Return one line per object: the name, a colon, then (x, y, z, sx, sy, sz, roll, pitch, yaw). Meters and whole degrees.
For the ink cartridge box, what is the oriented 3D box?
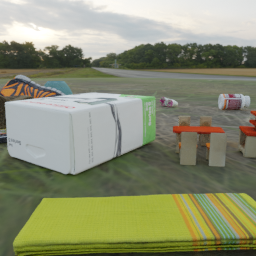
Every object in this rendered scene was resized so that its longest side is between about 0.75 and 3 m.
ink cartridge box: (-0.905, -0.087, 6.121, 1.971, 1.138, 2.709, 9, 15, 34)

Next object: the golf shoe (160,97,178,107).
golf shoe: (1.896, -1.182, 13.081, 0.493, 0.406, 1.078, 5, 15, -29)

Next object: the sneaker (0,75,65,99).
sneaker: (-3.502, -0.867, 10.404, 2.744, 1.064, 1.537, 22, 47, 11)

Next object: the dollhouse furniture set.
dollhouse furniture set: (1.856, 0.064, 5.921, 1.805, 0.940, 1.824, 2, 12, 8)

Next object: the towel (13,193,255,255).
towel: (0.244, 1.058, 3.185, 2.697, 0.244, 1.161, -1, 7, -1)

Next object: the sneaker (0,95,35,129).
sneaker: (-3.811, -0.484, 8.248, 1.018, 0.950, 2.696, -3, 6, 16)

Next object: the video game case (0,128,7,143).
video game case: (-2.961, 0.161, 7.343, 1.180, 0.150, 1.066, -8, 15, -30)

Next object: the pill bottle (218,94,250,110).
pill bottle: (4.527, -1.115, 11.960, 1.179, 0.666, 0.666, 1, 12, 4)

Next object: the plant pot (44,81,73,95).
plant pot: (-3.367, -1.615, 13.151, 1.694, 1.141, 1.694, 0, 13, 0)
